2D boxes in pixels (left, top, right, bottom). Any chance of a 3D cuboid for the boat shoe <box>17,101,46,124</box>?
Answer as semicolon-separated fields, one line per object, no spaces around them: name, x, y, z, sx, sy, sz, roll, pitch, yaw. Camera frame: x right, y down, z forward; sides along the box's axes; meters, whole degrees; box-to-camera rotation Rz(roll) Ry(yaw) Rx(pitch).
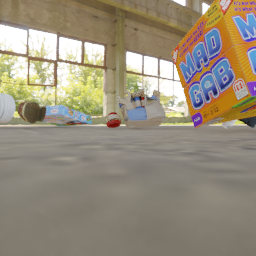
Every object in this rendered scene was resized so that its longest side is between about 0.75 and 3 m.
boat shoe;-2.260;-0.372;6.374;0.451;0.481;1.336;13;0;-1

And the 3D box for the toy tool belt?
toy tool belt;0.163;-0.511;6.894;1.512;0.929;0.944;-4;-21;-14

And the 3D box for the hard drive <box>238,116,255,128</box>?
hard drive;3.048;-0.943;6.855;0.267;1.621;1.131;25;12;-44

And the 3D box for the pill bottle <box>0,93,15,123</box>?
pill bottle;-4.271;-0.674;7.946;1.061;1.061;1.864;0;-4;32

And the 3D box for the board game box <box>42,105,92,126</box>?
board game box;-2.436;-0.406;10.051;1.487;0.360;1.966;-3;-11;22

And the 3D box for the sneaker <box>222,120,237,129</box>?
sneaker;2.305;-0.238;6.352;0.337;0.449;0.901;32;25;24

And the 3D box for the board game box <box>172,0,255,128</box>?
board game box;1.855;-1.010;4.582;1.483;1.483;1.484;-10;-13;-19
